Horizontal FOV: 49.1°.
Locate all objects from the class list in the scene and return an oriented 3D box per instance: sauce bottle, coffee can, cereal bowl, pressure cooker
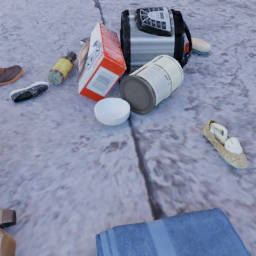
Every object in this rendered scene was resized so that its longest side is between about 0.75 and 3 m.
[{"bbox_3d":[-2.495,-2.408,10.949,0.634,0.634,1.960,8,42,10],"label":"sauce bottle"},{"bbox_3d":[0.807,-1.454,9.258,1.349,1.349,1.844,27,47,28],"label":"coffee can"},{"bbox_3d":[-0.486,-0.452,8.774,1.126,0.469,1.126,0,41,0],"label":"cereal bowl"},{"bbox_3d":[1.078,-3.325,10.699,2.727,2.399,2.436,-1,22,-3],"label":"pressure cooker"}]

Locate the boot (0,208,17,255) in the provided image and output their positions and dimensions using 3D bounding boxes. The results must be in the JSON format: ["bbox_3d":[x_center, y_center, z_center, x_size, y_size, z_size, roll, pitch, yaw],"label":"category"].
[{"bbox_3d":[-2.874,2.284,5.580,1.139,0.547,1.557,-11,40,-3],"label":"boot"}]

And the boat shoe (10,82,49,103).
[{"bbox_3d":[-3.352,-1.199,9.671,1.362,0.476,0.451,-19,51,-23],"label":"boat shoe"}]

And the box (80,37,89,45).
[{"bbox_3d":[-1.680,-4.067,13.243,0.829,0.208,0.836,32,49,31],"label":"box"}]

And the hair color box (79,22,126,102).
[{"bbox_3d":[-1.030,-2.425,10.080,0.932,1.616,2.914,25,31,-26],"label":"hair color box"}]

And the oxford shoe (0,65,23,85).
[{"bbox_3d":[-4.794,-1.990,10.395,0.700,0.713,1.966,27,47,28],"label":"oxford shoe"}]

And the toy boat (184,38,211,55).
[{"bbox_3d":[2.899,-3.503,12.348,1.382,0.642,1.162,-23,49,-36],"label":"toy boat"}]

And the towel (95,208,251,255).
[{"bbox_3d":[0.791,2.404,5.274,2.694,0.654,1.504,-9,41,-9],"label":"towel"}]

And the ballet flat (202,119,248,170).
[{"bbox_3d":[2.666,0.374,7.708,0.621,0.575,1.760,-14,43,-24],"label":"ballet flat"}]
